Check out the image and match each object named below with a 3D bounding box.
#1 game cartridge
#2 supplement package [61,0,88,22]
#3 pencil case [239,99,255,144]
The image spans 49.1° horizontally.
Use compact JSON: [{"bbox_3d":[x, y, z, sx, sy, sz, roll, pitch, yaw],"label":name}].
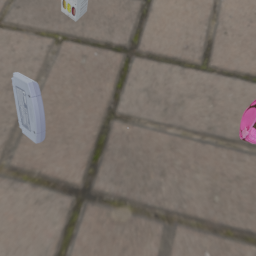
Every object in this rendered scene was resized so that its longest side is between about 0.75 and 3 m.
[{"bbox_3d":[-1.932,-0.377,5.498,0.259,1.281,0.854,-20,35,-35],"label":"game cartridge"},{"bbox_3d":[-1.228,-2.978,6.486,0.466,0.820,0.449,36,68,1],"label":"supplement package"},{"bbox_3d":[2.950,0.298,5.018,1.955,0.887,0.916,30,71,6],"label":"pencil case"}]
